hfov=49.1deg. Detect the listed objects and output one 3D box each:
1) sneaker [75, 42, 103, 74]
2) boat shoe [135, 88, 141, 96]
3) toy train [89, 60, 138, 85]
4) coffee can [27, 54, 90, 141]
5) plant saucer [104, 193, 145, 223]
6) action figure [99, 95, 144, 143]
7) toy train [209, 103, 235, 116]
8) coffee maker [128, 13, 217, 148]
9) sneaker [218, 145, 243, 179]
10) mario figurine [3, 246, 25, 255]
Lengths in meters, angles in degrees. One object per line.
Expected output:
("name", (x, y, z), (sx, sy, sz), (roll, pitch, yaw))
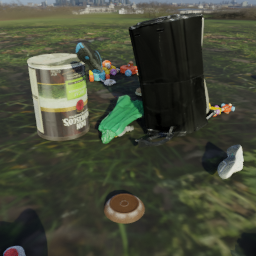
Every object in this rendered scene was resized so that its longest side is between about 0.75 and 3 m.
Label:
("sneaker", (-0.796, -1.505, 5.830), (0.323, 0.883, 0.362), (2, 66, 22))
("boat shoe", (1.155, -1.655, 11.029), (1.892, 0.628, 0.700), (-13, 29, -25))
("toy train", (-0.668, -2.751, 13.182), (1.963, 0.727, 2.613), (14, 29, 27))
("coffee can", (-1.885, -0.892, 7.808), (1.511, 2.065, 1.511), (0, 26, 0))
("plant saucer", (-0.068, 1.448, 5.219), (0.766, 0.140, 0.766), (1, 26, 0))
("action figure", (-0.194, -0.215, 8.133), (1.269, 0.588, 2.149), (13, 35, 23))
("toy train", (2.846, -0.647, 9.343), (1.221, 0.339, 0.917), (21, 32, 31))
("coffee maker", (1.173, -1.401, 7.420), (1.983, 2.943, 2.827), (-5, 19, 20))
("sneaker", (2.316, 0.808, 6.132), (0.389, 0.444, 1.107), (-16, 17, 45))
("mario figurine", (-1.721, 2.071, 3.600), (1.734, 0.919, 1.070), (5, 60, 33))
